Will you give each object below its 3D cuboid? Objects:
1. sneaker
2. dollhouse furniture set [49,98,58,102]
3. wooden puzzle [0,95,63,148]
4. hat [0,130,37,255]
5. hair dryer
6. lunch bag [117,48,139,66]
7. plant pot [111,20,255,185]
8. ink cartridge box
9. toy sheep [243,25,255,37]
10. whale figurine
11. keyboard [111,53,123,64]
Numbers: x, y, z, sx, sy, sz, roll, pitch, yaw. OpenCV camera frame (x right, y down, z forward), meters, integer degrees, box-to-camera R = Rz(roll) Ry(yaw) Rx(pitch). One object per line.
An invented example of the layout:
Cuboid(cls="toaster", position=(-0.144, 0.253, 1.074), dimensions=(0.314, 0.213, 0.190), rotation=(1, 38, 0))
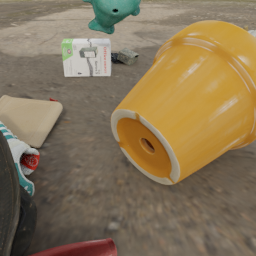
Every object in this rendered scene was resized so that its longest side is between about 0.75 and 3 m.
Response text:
Cuboid(cls="sneaker", position=(-2.470, 0.517, 5.509), dimensions=(1.304, 0.982, 2.789), rotation=(4, 26, -25))
Cuboid(cls="dollhouse furniture set", position=(-2.484, -0.621, 7.811), dimensions=(1.013, 0.412, 0.545), rotation=(18, 35, 28))
Cuboid(cls="wooden puzzle", position=(-2.650, -0.173, 6.927), dimensions=(1.665, 0.310, 1.540), rotation=(10, 46, 8))
Cuboid(cls="hat", position=(-1.864, 1.130, 3.707), dimensions=(2.529, 2.529, 1.020), rotation=(27, 3, 38))
Cuboid(cls="hair dryer", position=(-0.751, 2.123, 3.129), dimensions=(1.647, 0.587, 2.163), rotation=(24, 40, 9))
Cuboid(cls="lunch bag", position=(0.027, -3.056, 11.873), dimensions=(0.661, 0.474, 0.806), rotation=(30, 41, 12))
Cuboid(cls="plant pot", position=(1.092, -0.307, 5.448), dimensions=(2.440, 2.665, 2.665), rotation=(-39, 45, -26))
Cuboid(cls="ink cartridge box", position=(-1.506, -2.617, 10.429), dimensions=(1.732, 1.260, 0.728), rotation=(-1, 30, -2))
Cuboid(cls="toy sheep", position=(4.984, -3.186, 11.153), dimensions=(1.619, 1.619, 2.349), rotation=(-22, 33, -33))
Cuboid(cls="whale figurine", position=(-0.487, -3.382, 7.909), dimensions=(1.785, 2.244, 1.164), rotation=(9, 61, -21))
Cuboid(cls="keyboard", position=(-0.626, -3.133, 12.439), dimensions=(0.815, 0.174, 1.358), rotation=(-10, 30, -16))
